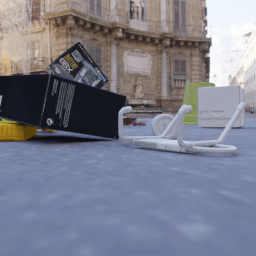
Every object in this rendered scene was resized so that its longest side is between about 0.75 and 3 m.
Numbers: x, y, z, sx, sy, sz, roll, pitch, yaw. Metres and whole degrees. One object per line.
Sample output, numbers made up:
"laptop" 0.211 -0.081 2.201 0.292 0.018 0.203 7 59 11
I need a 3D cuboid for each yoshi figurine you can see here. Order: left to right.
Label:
"yoshi figurine" -2.869 -0.575 7.195 2.270 1.271 1.276 8 26 24

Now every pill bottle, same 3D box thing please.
"pill bottle" 0.642 -0.026 5.073 0.451 0.451 0.830 0 2 2

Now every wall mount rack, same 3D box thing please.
"wall mount rack" 0.723 -0.043 3.642 1.421 0.610 1.636 -2 4 -43

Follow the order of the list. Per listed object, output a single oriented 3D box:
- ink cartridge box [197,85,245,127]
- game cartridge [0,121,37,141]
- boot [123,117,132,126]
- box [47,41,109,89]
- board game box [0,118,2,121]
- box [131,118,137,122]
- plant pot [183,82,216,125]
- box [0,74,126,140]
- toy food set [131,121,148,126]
"ink cartridge box" 3.465 -0.743 10.288 1.432 1.425 1.951 0 2 26
"game cartridge" -2.964 0.041 5.304 2.243 0.364 1.977 2 2 -11
"boot" -0.713 -0.321 10.746 1.146 0.566 1.476 2 3 43
"box" -1.805 -1.982 10.258 1.432 1.816 0.452 -43 22 -15
"board game box" -4.600 -0.132 8.100 2.335 0.402 1.580 1 3 20
"box" -0.417 -0.403 15.578 1.184 0.322 1.478 2 3 37
"plant pot" 3.706 -1.236 14.362 2.287 2.102 2.287 0 2 0
"box" -1.314 -0.400 5.069 1.503 0.840 2.130 14 -3 -44
"toy food set" 0.407 -0.161 12.104 0.697 0.173 1.096 -1 -5 -25
